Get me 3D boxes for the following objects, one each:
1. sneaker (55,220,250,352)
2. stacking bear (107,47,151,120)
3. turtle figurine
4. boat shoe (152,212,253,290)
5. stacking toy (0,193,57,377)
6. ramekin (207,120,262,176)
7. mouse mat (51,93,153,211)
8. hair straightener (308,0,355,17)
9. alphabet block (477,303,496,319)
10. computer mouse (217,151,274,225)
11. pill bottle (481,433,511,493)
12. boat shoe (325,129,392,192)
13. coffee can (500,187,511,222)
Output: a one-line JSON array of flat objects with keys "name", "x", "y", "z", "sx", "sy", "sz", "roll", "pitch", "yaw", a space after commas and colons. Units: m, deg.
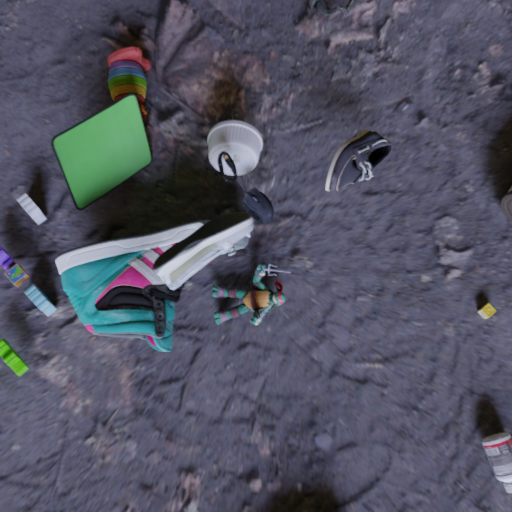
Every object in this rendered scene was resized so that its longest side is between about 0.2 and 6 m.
[{"name": "sneaker", "x": -1.565, "y": 0.614, "z": 9.919, "sx": 3.462, "sy": 1.448, "sz": 2.091, "roll": -13, "pitch": 84, "yaw": -14}, {"name": "stacking bear", "x": -2.558, "y": -3.313, "z": 11.331, "sx": 0.816, "sy": 0.871, "sz": 1.435, "roll": -8, "pitch": 82, "yaw": 8}, {"name": "turtle figurine", "x": -0.032, "y": 0.795, "z": 10.213, "sx": 1.488, "sy": 0.749, "sz": 1.114, "roll": -10, "pitch": 60, "yaw": 13}, {"name": "boat shoe", "x": -0.743, "y": -0.091, "z": 8.467, "sx": 1.704, "sy": 0.628, "sz": 0.546, "roll": -32, "pitch": 116, "yaw": 6}, {"name": "stacking toy", "x": -4.321, "y": 0.461, "z": 10.354, "sx": 2.112, "sy": 0.658, "sz": 2.801, "roll": -40, "pitch": 84, "yaw": -15}, {"name": "ramekin", "x": -0.407, "y": -1.940, "z": 10.334, "sx": 1.034, "sy": 1.034, "sz": 0.543, "roll": 4, "pitch": 59, "yaw": 1}, {"name": "mouse mat", "x": -2.760, "y": -1.915, "z": 10.317, "sx": 0.074, "sy": 1.583, "sz": 1.967, "roll": 25, "pitch": 51, "yaw": 30}, {"name": "hair straightener", "x": 1.280, "y": -6.699, "z": 12.226, "sx": 1.367, "sy": 0.727, "sz": 3.553, "roll": -25, "pitch": 76, "yaw": -7}, {"name": "alphabet block", "x": 4.285, "y": 1.030, "z": 10.415, "sx": 0.206, "sy": 0.210, "sz": 0.205, "roll": -40, "pitch": 79, "yaw": -10}, {"name": "computer mouse", "x": -0.154, "y": -1.161, "z": 9.705, "sx": 0.456, "sy": 0.265, "sz": 1.556, "roll": -49, "pitch": 118, "yaw": -18}, {"name": "pill bottle", "x": 4.277, "y": 3.538, "z": 9.590, "sx": 0.499, "sy": 0.499, "sz": 0.901, "roll": -18, "pitch": 76, "yaw": -5}, {"name": "boat shoe", "x": 1.837, "y": -1.663, "z": 9.872, "sx": 0.622, "sy": 0.720, "sz": 1.982, "roll": 24, "pitch": 43, "yaw": 20}, {"name": "coffee can", "x": 5.593, "y": -1.362, "z": 10.540, "sx": 1.199, "sy": 1.199, "sz": 1.639, "roll": 37, "pitch": 78, "yaw": 9}]
